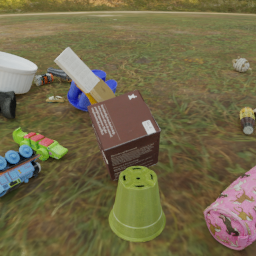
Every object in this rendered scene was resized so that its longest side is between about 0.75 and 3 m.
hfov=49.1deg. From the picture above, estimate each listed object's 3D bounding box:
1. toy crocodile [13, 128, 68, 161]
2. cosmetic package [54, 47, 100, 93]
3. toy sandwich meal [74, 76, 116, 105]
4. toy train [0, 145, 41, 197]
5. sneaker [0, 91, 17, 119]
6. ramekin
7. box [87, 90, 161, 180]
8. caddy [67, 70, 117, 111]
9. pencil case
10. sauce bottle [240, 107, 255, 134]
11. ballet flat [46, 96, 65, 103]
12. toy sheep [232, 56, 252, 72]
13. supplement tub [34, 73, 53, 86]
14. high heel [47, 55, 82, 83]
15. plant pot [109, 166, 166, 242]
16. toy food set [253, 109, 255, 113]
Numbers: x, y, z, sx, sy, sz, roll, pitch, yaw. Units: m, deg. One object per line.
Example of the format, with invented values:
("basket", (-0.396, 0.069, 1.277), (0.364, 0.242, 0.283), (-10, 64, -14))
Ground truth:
("toy crocodile", (-2.702, 0.477, 8.578), (1.973, 0.609, 0.666), (17, 33, 28))
("cosmetic package", (-1.468, -1.650, 8.111), (0.534, 1.294, 0.328), (-52, 24, -19))
("toy sandwich meal", (-1.144, -1.225, 10.099), (0.649, 1.896, 1.896), (-38, 21, 20))
("toy train", (-2.937, 1.071, 7.205), (0.692, 0.911, 1.595), (-32, -2, 32))
("sneaker", (-5.217, -0.937, 11.061), (1.418, 0.816, 2.719), (-8, 25, -15))
("ramekin", (-5.567, -2.528, 12.776), (2.556, 1.246, 2.556), (18, 19, -6))
("box", (-0.083, 0.218, 7.167), (1.376, 1.676, 1.390), (-19, 56, -9))
("caddy", (-1.483, -1.504, 11.749), (1.531, 1.137, 2.165), (42, 45, 21))
("pencil case", (2.684, 1.619, 6.110), (2.380, 0.985, 1.030), (-23, -3, -36))
("sauce bottle", (4.312, -0.266, 10.087), (0.507, 0.507, 1.536), (8, 29, 14))
("ballet flat", (-3.160, -1.264, 12.155), (0.863, 0.272, 0.296), (3, 29, 5))
("toy sheep", (6.448, -3.568, 15.893), (0.836, 0.836, 1.213), (-22, 51, -34))
("supplement tub", (-4.237, -2.458, 14.112), (0.844, 0.517, 0.517), (-23, 36, -34))
("high heel", (-2.722, -3.196, 15.128), (1.967, 0.985, 2.760), (18, 37, 20))
("plant pot", (0.213, 1.522, 6.015), (1.279, 1.214, 1.279), (1, 29, 0))
("toy food set", (5.469, -0.521, 10.769), (0.909, 0.383, 1.267), (-22, 27, -35))
